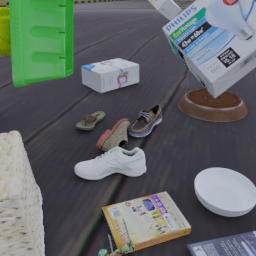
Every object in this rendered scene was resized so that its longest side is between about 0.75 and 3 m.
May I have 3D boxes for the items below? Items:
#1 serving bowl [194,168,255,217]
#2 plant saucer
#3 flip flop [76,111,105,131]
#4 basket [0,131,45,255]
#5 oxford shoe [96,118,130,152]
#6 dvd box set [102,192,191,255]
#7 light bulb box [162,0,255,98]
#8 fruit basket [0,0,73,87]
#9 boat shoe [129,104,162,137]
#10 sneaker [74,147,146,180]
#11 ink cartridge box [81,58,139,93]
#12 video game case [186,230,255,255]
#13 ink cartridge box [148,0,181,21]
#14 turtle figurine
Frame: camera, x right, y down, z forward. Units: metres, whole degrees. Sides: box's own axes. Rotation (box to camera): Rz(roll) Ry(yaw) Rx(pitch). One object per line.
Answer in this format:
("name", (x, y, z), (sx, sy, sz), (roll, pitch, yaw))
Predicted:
("serving bowl", (2.137, 1.477, 6.242), (1.336, 0.439, 1.336), (0, 32, 0))
("plant saucer", (3.277, -1.004, 10.873), (2.614, 0.450, 2.614), (-1, 28, 0))
("flip flop", (-1.277, -0.326, 9.611), (0.602, 0.427, 1.484), (14, 31, 24))
("basket", (-2.795, 1.407, 4.978), (2.272, 1.844, 2.293), (-10, 28, -15))
("oxford shoe", (-0.284, 0.282, 8.512), (0.690, 0.650, 1.845), (36, 34, 6))
("dvd box set", (0.343, 1.893, 5.738), (1.532, 0.225, 1.121), (-10, 30, -18))
("light bulb box", (2.638, -2.547, 8.072), (2.301, 2.281, 1.436), (55, 9, 21))
("fruit basket", (-2.896, -2.577, 7.482), (2.974, 2.974, 2.145), (-1, 15, -1))
("boat shoe", (0.579, -0.297, 9.328), (0.644, 0.645, 1.784), (15, 32, 25))
("sneaker", (-0.454, 0.839, 7.164), (1.851, 0.742, 0.651), (-5, 31, -7))
("ink cartridge box", (-0.799, -2.504, 13.071), (2.246, 0.951, 1.623), (-20, 34, -35))
("video game case", (2.293, 2.442, 4.770), (2.139, 0.203, 1.528), (-6, 29, -13))
("ink cartridge box", (1.251, -4.767, 10.516), (0.983, 0.565, 1.355), (9, 43, -49))
("turtle figurine", (-0.034, 2.156, 4.679), (0.885, 0.657, 0.913), (30, 81, 15))
